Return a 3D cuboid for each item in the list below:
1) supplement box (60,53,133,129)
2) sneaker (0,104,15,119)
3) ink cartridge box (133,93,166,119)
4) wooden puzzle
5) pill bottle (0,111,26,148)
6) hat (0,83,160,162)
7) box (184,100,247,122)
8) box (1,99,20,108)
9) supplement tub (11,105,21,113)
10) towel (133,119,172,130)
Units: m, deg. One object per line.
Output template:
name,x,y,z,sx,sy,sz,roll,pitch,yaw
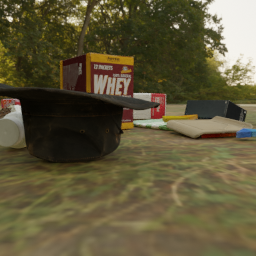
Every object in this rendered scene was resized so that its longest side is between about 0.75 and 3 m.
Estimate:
supplement box,-1.039,-1.092,8.863,1.463,2.173,2.203,-4,7,-35
sneaker,-3.543,-0.309,8.124,0.722,0.774,2.050,5,7,41
ink cartridge box,0.311,-1.075,13.524,2.906,1.204,2.133,1,7,3
wooden puzzle,2.029,-0.010,7.227,1.785,0.309,2.646,-5,12,-13
pill bottle,-2.007,0.017,5.375,0.676,0.676,1.219,1,6,7
hat,-0.872,-0.056,4.292,2.644,1.066,2.644,7,7,-1
box,2.855,-0.479,9.248,1.132,0.632,1.603,21,-9,-37
box,-5.059,-0.943,13.678,0.973,0.931,1.951,3,6,25
supplement tub,-2.057,-0.178,6.568,1.174,0.824,0.824,-4,7,-34
towel,1.433,-0.148,9.101,1.751,0.269,2.296,-5,8,-37
